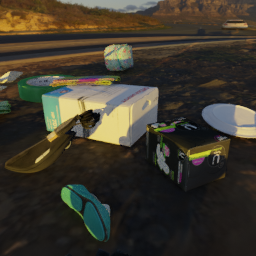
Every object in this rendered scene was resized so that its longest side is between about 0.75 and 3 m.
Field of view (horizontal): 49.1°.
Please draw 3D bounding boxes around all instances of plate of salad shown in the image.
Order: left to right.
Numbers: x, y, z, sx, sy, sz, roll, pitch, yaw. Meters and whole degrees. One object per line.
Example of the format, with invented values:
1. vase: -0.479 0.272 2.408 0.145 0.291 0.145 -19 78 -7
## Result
1. plate of salad: 3.216 -0.189 8.411 2.005 0.481 2.005 3 32 -2

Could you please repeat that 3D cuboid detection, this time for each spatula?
1. spatula: -4.580 -1.159 8.583 1.944 0.225 2.796 -27 6 14

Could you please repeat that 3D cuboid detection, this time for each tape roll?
1. tape roll: -3.323 -1.733 11.936 2.526 0.607 2.526 -1 23 0

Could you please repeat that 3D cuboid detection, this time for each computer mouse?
1. computer mouse: -1.494 0.390 5.701 2.325 0.535 1.633 -31 0 -5

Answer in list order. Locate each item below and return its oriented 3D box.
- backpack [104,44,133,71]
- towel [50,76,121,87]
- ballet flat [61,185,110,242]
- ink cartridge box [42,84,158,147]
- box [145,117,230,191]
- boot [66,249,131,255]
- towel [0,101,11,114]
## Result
1. backpack: -0.550 -4.113 16.376 1.326 1.563 1.761 8 21 37
2. towel: -1.359 -1.564 9.278 2.082 0.237 1.495 0 14 7
3. ballet flat: -0.600 1.350 4.758 0.500 0.478 1.421 -1 20 -41
4. ink cartridge box: -0.750 -0.572 8.343 2.808 1.206 2.056 11 25 24
5. box: 1.242 0.483 6.153 1.132 0.947 1.524 -12 25 -26
6. boot: -0.511 2.245 1.979 2.298 1.038 2.804 -5 23 -23
7. towel: -5.307 -0.663 9.143 2.671 0.410 1.992 -8 15 -25
